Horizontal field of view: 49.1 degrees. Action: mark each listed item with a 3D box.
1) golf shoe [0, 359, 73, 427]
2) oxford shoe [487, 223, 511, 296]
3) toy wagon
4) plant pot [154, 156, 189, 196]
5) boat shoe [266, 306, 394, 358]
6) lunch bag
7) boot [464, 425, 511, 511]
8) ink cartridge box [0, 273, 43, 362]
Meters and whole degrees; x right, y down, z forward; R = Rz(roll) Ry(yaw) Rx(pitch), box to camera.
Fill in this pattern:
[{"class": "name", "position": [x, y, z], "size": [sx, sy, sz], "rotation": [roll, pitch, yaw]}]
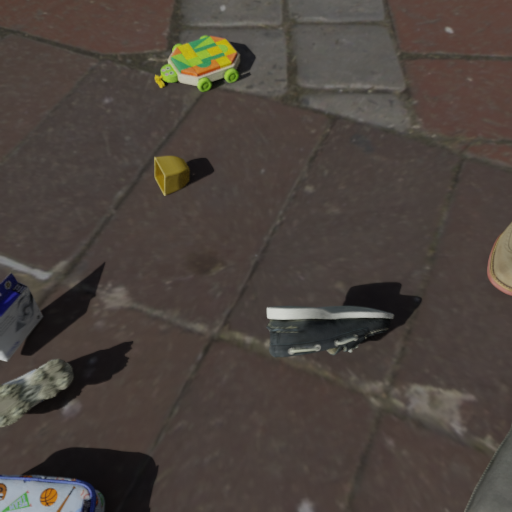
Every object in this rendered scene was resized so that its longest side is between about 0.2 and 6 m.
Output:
[{"class": "golf shoe", "position": [-3.921, 2.326, 9.406], "size": [1.774, 0.862, 0.694], "rotation": [-23, 90, -15]}, {"class": "oxford shoe", "position": [5.711, -0.623, 11.087], "size": [1.205, 1.279, 3.420], "rotation": [33, 62, 21]}, {"class": "toy wagon", "position": [-1.574, -4.989, 14.623], "size": [2.258, 0.447, 1.752], "rotation": [-24, 58, -16]}, {"class": "plant pot", "position": [-1.828, -1.816, 12.354], "size": [0.648, 0.634, 0.630], "rotation": [-17, 57, -22]}, {"class": "boat shoe", "position": [1.294, 1.290, 9.662], "size": [2.758, 1.043, 0.832], "rotation": [4, 87, -32]}, {"class": "lunch bag", "position": [-3.245, 4.092, 8.169], "size": [1.995, 0.754, 1.599], "rotation": [4, 57, 4]}, {"class": "boot", "position": [4.790, 3.498, 8.338], "size": [2.832, 1.130, 3.114], "rotation": [15, 48, 27]}, {"class": "ink cartridge box", "position": [-4.349, 1.074, 9.885], "size": [0.231, 1.136, 1.134], "rotation": [7, 44, 19]}]
